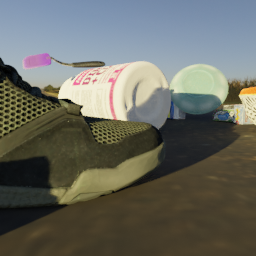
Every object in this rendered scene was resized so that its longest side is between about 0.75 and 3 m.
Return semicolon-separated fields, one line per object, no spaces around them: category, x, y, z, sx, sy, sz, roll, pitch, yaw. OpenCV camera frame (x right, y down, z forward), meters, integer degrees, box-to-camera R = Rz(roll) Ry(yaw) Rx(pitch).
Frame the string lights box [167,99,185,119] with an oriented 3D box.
string lights box;1.454;-0.913;11.941;1.974;1.015;0.582;5;6;40

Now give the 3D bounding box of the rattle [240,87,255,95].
rattle;5.437;-1.364;9.126;2.788;1.992;1.815;24;38;-5

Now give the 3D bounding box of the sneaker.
sneaker;-0.963;-0.229;2.410;2.904;1.664;1.110;1;7;-18

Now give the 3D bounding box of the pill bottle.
pill bottle;-0.498;-0.724;7.112;1.638;1.638;2.889;-5;7;-40

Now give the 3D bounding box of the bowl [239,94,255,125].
bowl;3.672;-0.325;6.609;2.011;0.944;2.011;0;7;0

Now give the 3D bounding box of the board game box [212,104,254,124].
board game box;4.199;-0.523;10.023;2.080;0.642;2.082;-4;7;-37

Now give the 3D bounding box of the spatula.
spatula;-1.517;-1.608;6.886;2.012;0.207;0.569;-2;44;-25

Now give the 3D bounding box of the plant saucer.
plant saucer;2.727;-1.634;10.889;2.259;2.259;0.435;2;-20;15
